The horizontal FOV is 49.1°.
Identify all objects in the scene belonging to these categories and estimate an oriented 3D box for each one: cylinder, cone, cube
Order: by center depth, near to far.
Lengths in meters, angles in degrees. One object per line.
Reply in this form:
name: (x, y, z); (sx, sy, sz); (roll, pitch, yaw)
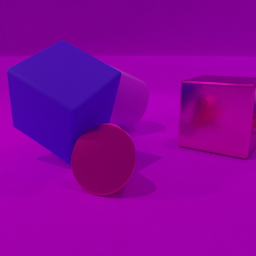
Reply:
cone: (-0.178, 0.524, 4.323); (0.997, 0.997, 1.001); (7, -9, 24)
cube: (-1.046, -0.465, 4.691); (1.254, 1.254, 1.254); (31, 47, 12)
cube: (1.919, -0.319, 5.699); (1.350, 1.350, 1.350); (10, 19, 32)
cylinder: (-0.363, -0.755, 6.696); (1.257, 1.257, 1.257); (19, 3, -34)
